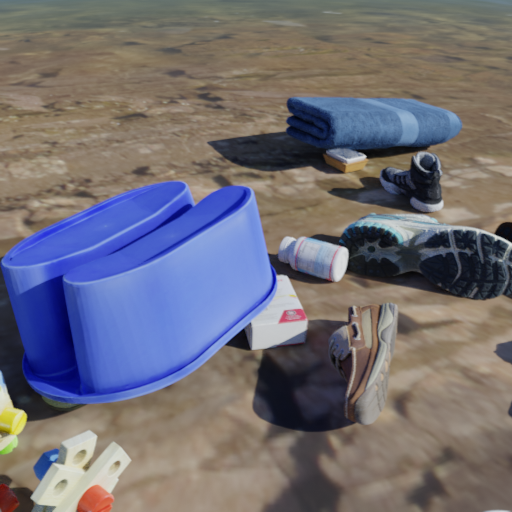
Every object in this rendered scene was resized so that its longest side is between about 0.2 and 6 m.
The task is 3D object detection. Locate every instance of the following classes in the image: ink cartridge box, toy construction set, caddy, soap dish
[{"bbox_3d":[0.209,0.839,8.470,0.853,0.495,1.156,-6,31,-10],"label":"ink cartridge box"},{"bbox_3d":[-2.696,2.219,5.591,3.100,1.428,2.032,11,32,37],"label":"toy construction set"},{"bbox_3d":[-1.428,0.442,7.684,2.732,2.028,3.864,9,30,36],"label":"caddy"},{"bbox_3d":[2.163,-2.332,13.619,0.697,0.360,0.886,-16,35,-28],"label":"soap dish"}]

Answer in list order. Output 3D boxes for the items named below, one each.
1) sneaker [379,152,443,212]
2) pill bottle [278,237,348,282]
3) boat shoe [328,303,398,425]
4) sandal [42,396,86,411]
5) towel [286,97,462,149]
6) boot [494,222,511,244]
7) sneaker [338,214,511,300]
[{"bbox_3d":[3.386,-1.787,12.086,0.726,1.095,1.925,-13,34,-19],"label":"sneaker"},{"bbox_3d":[0.973,0.021,9.676,1.109,0.603,0.603,17,36,26],"label":"pill bottle"},{"bbox_3d":[1.363,1.356,7.419,0.827,0.872,2.304,7,23,17],"label":"boat shoe"},{"bbox_3d":[-2.227,1.224,7.759,0.830,0.596,2.090,5,33,8],"label":"sandal"},{"bbox_3d":[2.978,-3.337,14.246,4.207,1.021,2.349,-7,28,-27],"label":"towel"},{"bbox_3d":[5.198,0.100,9.628,1.090,0.840,2.249,6,26,-28],"label":"boot"},{"bbox_3d":[3.071,-0.244,9.587,3.090,1.199,1.334,14,31,20],"label":"sneaker"}]
